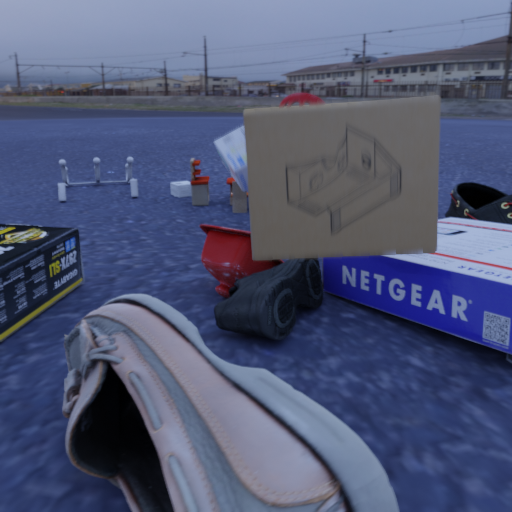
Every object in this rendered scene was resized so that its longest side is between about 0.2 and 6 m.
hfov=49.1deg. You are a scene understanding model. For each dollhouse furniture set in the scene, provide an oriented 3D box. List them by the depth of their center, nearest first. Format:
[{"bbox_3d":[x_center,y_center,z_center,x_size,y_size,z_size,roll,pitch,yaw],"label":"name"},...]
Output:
[{"bbox_3d":[-0.529,-1.766,13.343,2.040,1.062,2.062,-1,17,-2],"label":"dollhouse furniture set"}]

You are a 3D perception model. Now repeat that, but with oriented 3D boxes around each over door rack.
[{"bbox_3d":[-4.191,-2.120,14.852,1.941,0.875,2.627,-6,18,-15],"label":"over door rack"}]

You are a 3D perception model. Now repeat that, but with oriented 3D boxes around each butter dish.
[{"bbox_3d":[-0.267,0.179,7.636,1.148,0.848,1.145,12,-24,42],"label":"butter dish"}]

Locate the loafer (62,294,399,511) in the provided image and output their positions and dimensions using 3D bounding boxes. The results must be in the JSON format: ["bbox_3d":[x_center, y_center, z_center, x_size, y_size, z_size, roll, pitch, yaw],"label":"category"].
[{"bbox_3d":[-0.737,1.088,3.680,1.094,1.251,3.478,-18,19,-34],"label":"loafer"}]

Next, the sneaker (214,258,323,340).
[{"bbox_3d":[0.205,0.412,6.955,0.946,0.792,2.084,-4,9,28],"label":"sneaker"}]

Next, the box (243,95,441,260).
[{"bbox_3d":[0.856,-0.753,5.649,1.905,1.558,0.203,-2,17,5],"label":"box"}]

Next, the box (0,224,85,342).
[{"bbox_3d":[-4.302,0.471,6.374,3.103,0.959,3.886,5,18,9],"label":"box"}]

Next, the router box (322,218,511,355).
[{"bbox_3d":[2.816,0.172,7.217,2.702,0.735,3.011,-11,15,-31],"label":"router box"}]

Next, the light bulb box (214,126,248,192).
[{"bbox_3d":[-0.102,-1.893,10.448,0.994,0.620,0.985,-29,52,-4],"label":"light bulb box"}]

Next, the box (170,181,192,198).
[{"bbox_3d":[-1.878,-1.718,14.434,0.507,0.331,0.504,-11,20,-32],"label":"box"}]

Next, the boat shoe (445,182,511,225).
[{"bbox_3d":[4.201,-0.498,9.384,1.232,1.055,3.368,-1,19,-7],"label":"boat shoe"}]

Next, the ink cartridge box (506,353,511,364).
[{"bbox_3d":[3.213,1.090,5.493,0.946,0.237,1.090,-4,16,-14],"label":"ink cartridge box"}]

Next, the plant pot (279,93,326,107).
[{"bbox_3d":[0.891,-2.512,11.190,1.104,1.104,1.006,5,58,15],"label":"plant pot"}]
